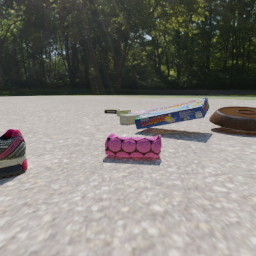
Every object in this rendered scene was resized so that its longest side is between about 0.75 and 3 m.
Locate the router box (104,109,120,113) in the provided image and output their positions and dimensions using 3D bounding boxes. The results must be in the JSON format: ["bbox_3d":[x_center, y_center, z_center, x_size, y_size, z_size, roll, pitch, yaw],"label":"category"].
[{"bbox_3d":[-1.010,-1.072,17.881,0.864,0.226,0.679,2,9,11],"label":"router box"}]

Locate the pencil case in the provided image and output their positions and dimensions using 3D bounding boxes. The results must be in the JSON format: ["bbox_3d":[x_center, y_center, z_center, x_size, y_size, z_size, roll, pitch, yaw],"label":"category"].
[{"bbox_3d":[0.138,0.408,6.906,1.380,0.626,0.647,3,43,8],"label":"pencil case"}]

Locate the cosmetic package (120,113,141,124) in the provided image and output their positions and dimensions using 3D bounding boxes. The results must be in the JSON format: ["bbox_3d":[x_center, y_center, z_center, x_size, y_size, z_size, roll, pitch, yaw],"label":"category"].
[{"bbox_3d":[0.186,-0.445,13.177,1.100,0.402,0.569,-9,12,-42],"label":"cosmetic package"}]

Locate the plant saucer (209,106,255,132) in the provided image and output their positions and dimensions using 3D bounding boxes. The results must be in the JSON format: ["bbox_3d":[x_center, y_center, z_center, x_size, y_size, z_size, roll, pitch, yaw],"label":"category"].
[{"bbox_3d":[4.648,-0.429,10.976,2.820,0.486,2.820,1,15,0],"label":"plant saucer"}]

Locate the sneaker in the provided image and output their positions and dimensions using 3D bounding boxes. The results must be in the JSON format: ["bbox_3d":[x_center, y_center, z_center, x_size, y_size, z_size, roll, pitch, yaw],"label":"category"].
[{"bbox_3d":[-2.977,0.549,5.061,0.929,0.861,2.305,7,11,38],"label":"sneaker"}]

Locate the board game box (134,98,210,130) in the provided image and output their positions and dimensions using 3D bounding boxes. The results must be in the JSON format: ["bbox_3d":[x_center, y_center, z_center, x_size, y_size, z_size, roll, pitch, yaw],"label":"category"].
[{"bbox_3d":[1.716,-0.555,10.730,2.550,0.439,1.726,-11,11,24],"label":"board game box"}]

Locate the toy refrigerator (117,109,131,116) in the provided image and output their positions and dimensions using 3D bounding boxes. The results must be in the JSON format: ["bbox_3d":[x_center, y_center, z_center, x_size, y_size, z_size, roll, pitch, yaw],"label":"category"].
[{"bbox_3d":[-0.227,-0.896,16.379,0.886,0.336,0.310,-7,11,-42],"label":"toy refrigerator"}]

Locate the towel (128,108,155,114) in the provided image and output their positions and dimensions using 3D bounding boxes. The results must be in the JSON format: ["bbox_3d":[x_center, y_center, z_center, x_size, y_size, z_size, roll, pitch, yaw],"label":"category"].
[{"bbox_3d":[1.573,-0.895,16.025,2.179,0.445,2.977,4,9,28],"label":"towel"}]
